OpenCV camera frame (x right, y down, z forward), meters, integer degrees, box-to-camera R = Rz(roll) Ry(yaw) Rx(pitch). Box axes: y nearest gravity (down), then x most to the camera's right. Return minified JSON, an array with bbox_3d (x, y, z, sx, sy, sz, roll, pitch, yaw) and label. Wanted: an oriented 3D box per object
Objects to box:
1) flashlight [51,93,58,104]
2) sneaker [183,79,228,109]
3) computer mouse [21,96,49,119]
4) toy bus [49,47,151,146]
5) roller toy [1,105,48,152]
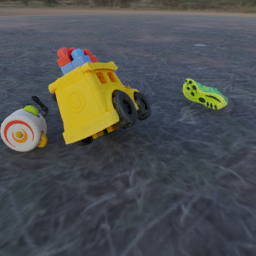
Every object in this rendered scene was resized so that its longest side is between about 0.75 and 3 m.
[{"bbox_3d":[-1.701,-1.571,10.649,0.835,0.832,2.458,38,40,14],"label":"flashlight"},{"bbox_3d":[2.801,-1.213,10.301,0.805,0.713,1.926,-4,34,-42],"label":"sneaker"},{"bbox_3d":[-3.167,-0.440,9.198,1.121,0.787,0.258,-52,29,-11],"label":"computer mouse"},{"bbox_3d":[-0.799,-1.006,7.465,1.765,2.497,2.601,-24,-1,27],"label":"toy bus"},{"bbox_3d":[-2.768,0.072,7.473,1.042,1.142,0.798,-19,18,8],"label":"roller toy"}]
